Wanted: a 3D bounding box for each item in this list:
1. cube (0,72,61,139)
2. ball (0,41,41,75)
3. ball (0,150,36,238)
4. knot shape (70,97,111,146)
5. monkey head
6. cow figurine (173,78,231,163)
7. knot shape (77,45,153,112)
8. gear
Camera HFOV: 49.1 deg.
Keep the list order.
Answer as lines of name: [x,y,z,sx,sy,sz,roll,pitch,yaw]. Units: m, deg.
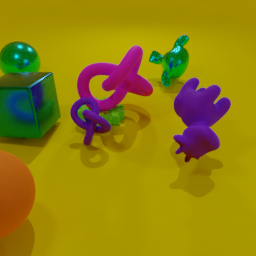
cube: [-2.472,-0.571,6.632,1.220,1.220,1.220,1,27,11]
ball: [-3.442,-2.102,8.923,1.271,1.271,1.271,0,35,0]
ball: [-2.115,1.005,4.253,1.353,1.353,1.353,0,35,0]
knot shape: [-0.807,-0.139,6.230,0.504,1.090,1.020,-19,15,-37]
monkey head: [1.311,-2.158,8.983,1.230,1.710,1.030,22,2,-3]
cow figurine: [1.378,-0.176,5.869,1.591,0.888,1.617,-50,34,2]
knot shape: [-0.144,-1.162,7.173,1.852,1.979,0.914,12,52,-54]
gear: [-0.724,-0.430,7.450,1.246,0.230,1.246,3,34,-2]
